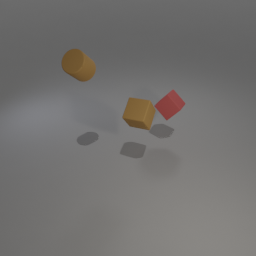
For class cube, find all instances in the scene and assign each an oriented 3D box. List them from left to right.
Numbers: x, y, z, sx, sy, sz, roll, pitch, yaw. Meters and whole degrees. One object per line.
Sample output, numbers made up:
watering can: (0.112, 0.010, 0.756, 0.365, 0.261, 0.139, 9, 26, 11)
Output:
cube: (0.347, -0.425, 8.450, 0.700, 0.700, 0.700, 11, 73, 24)
cube: (1.508, -0.832, 10.046, 0.700, 0.700, 0.700, 49, 35, -2)

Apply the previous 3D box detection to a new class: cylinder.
cylinder: (-1.333, -1.697, 7.639, 0.700, 0.700, 0.700, 14, -4, 21)
